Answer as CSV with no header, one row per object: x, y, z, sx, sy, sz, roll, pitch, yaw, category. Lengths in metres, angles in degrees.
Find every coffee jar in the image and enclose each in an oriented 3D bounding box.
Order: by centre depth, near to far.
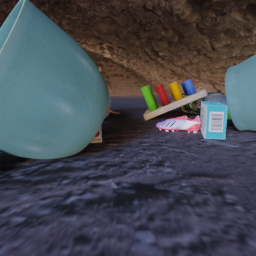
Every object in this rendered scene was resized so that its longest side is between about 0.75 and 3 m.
3.581,-1.226,13.878,1.336,1.093,2.561,-4,9,-17,coffee jar

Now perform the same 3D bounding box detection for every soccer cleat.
1.476,-0.147,8.264,1.319,0.504,0.440,5,9,27,soccer cleat

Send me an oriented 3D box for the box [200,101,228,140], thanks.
2.342,-0.271,7.846,0.520,0.871,2.117,2,9,11,box

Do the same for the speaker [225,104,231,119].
4.636,-0.657,11.311,1.512,0.669,0.669,2,8,24,speaker

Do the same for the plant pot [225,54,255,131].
4.108,-0.990,7.345,2.625,2.793,2.793,-10,1,35,plant pot

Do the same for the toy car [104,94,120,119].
-1.677,-1.106,10.674,2.896,2.669,2.561,28,-3,-22,toy car

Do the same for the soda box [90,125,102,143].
-1.157,-0.055,7.303,0.627,0.586,1.840,-2,8,-17,soda box

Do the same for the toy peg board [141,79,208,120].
1.761,-1.512,12.032,2.594,1.274,2.605,-23,5,9,toy peg board

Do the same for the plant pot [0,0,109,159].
-1.518,-0.569,4.837,1.948,2.427,2.427,29,-10,-32,plant pot
